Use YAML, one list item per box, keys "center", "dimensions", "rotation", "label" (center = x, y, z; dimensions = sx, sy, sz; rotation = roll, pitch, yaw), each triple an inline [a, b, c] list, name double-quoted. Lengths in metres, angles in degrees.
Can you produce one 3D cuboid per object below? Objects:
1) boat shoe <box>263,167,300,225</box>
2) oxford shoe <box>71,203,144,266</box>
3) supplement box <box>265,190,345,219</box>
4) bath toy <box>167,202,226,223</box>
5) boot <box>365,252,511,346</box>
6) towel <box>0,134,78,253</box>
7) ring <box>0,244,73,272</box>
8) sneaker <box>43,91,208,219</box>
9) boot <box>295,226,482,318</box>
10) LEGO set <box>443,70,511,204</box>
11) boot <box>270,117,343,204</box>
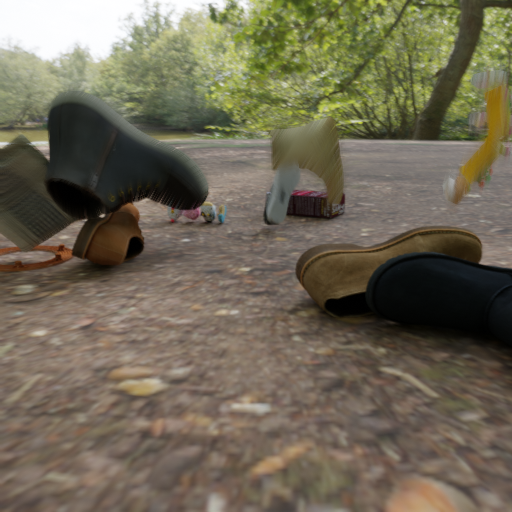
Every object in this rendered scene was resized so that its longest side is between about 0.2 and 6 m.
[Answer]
- center: [0.517, -1.410, 12.376]
  dimensions: [0.550, 1.602, 0.454]
  rotation: [26, -17, -21]
  label: "boat shoe"
- center: [-2.441, -0.343, 10.131]
  dimensions: [0.963, 0.964, 2.702]
  rotation: [23, 17, -6]
  label: "oxford shoe"
- center: [1.233, -1.329, 14.066]
  dimensions: [1.779, 0.542, 0.968]
  rotation: [7, 16, 28]
  label: "supplement box"
- center: [-1.411, -0.985, 12.930]
  dimensions: [1.405, 0.611, 0.519]
  rotation: [3, 51, 11]
  label: "bath toy"
- center: [2.601, 0.590, 6.044]
  dimensions: [2.348, 0.897, 1.973]
  rotation: [4, 10, -9]
  label: "boot"
- center: [-3.886, -0.965, 9.283]
  dimensions: [1.622, 1.685, 0.291]
  rotation: [-29, 31, 18]
  label: "towel"
- center: [-4.083, -0.018, 9.870]
  dimensions: [1.679, 0.161, 1.679]
  rotation: [0, 14, 0]
  label: "ring"
- center: [-2.173, -1.146, 9.579]
  dimensions: [1.247, 1.772, 3.335]
  rotation: [-21, -34, 35]
  label: "sneaker"
- center: [1.992, 0.294, 7.608]
  dimensions: [2.743, 1.010, 1.035]
  rotation: [-10, 34, -14]
  label: "boot"
- center: [3.159, -1.519, 7.444]
  dimensions: [0.671, 1.802, 0.829]
  rotation: [4, 11, -32]
  label: "LEGO set"
- center: [0.882, -1.571, 9.859]
  dimensions: [1.188, 1.528, 0.556]
  rotation: [-12, 19, -3]
  label: "boot"
